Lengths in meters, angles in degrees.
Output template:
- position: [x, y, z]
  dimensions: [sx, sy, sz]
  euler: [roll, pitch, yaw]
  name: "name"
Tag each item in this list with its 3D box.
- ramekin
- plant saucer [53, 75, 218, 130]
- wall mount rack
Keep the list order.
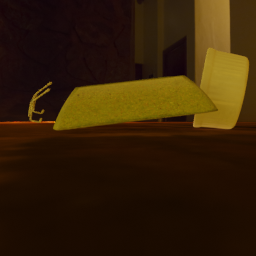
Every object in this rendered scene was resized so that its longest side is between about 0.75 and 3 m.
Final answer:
- position: [2.077, -0.830, 6.319]
  dimensions: [0.882, 1.810, 1.810]
  euler: [12, 4, 14]
  name: "ramekin"
- position: [0.022, -0.591, 5.339]
  dimensions: [2.537, 0.608, 2.541]
  euler: [-7, 9, -3]
  name: "plant saucer"
- position: [-1.801, -0.554, 5.714]
  dimensions: [0.321, 0.749, 0.862]
  euler: [12, 21, -17]
  name: "wall mount rack"
